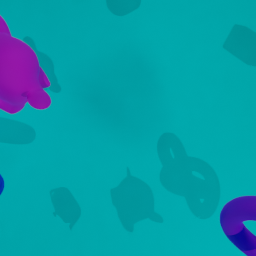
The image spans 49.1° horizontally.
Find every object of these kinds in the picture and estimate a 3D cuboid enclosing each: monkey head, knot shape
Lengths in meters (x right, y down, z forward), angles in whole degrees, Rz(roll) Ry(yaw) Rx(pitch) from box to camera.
[{"bbox_3d":[-1.851,-0.996,4.802,1.385,1.160,1.926,-24,79,-46],"label":"monkey head"},{"bbox_3d":[2.023,1.757,3.721,0.960,2.077,1.944,-33,88,12],"label":"knot shape"}]

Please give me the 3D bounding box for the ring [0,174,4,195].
[{"bbox_3d":[-2.694,0.749,3.811,1.867,1.867,0.373,8,91,2],"label":"ring"}]
